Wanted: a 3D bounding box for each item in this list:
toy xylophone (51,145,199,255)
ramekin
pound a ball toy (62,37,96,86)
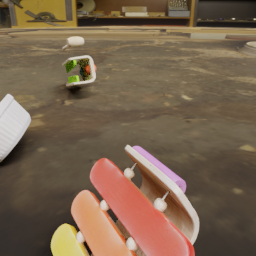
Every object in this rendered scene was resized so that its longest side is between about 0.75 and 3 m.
[{"bbox_3d":[-0.191,1.346,2.315,0.595,2.370,1.735,38,-9,-35],"label":"toy xylophone"},{"bbox_3d":[-2.619,0.079,5.714,0.684,1.468,1.468,40,11,-23],"label":"ramekin"},{"bbox_3d":[-1.688,-2.250,9.749,0.949,1.457,2.234,-12,9,-19],"label":"pound a ball toy"}]
